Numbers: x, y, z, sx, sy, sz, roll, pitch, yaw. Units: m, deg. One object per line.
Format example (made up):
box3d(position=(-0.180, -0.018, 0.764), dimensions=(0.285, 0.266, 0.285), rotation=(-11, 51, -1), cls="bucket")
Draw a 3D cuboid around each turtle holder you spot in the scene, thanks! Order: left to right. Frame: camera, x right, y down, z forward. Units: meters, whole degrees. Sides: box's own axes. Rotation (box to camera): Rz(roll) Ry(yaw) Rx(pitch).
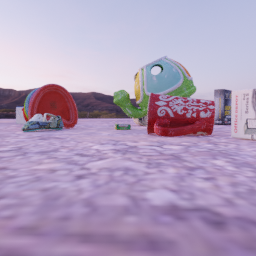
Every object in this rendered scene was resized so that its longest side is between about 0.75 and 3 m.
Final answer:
box3d(position=(0.988, -1.370, 9.961), dimensions=(2.628, 1.866, 1.997), rotation=(-20, 11, 31), cls="turtle holder")

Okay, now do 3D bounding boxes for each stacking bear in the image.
box3d(position=(-3.348, -0.710, 11.006), dimensions=(1.751, 1.640, 2.884), rotation=(-1, -2, -33), cls="stacking bear")

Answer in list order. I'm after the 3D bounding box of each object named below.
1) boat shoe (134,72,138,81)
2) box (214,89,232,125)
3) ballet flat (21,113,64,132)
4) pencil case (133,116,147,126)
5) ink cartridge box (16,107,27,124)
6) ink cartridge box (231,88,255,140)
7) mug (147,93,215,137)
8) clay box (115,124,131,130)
box3d(position=(1.078, -1.607, 13.731), dimensions=(0.956, 2.675, 0.879), rotation=(-48, 21, -17), cls="boat shoe")
box3d(position=(5.257, -1.077, 14.859), dimensions=(0.557, 1.824, 2.303), rotation=(3, 3, 39), cls="box")
box3d(position=(-2.681, -0.184, 8.781), dimensions=(0.610, 0.610, 1.642), rotation=(1, 3, 25), cls="ballet flat")
box3d(position=(0.723, -0.611, 13.517), dimensions=(0.871, 1.001, 2.238), rotation=(5, 1, -5), cls="pencil case")
box3d(position=(-4.288, -0.631, 14.852), dimensions=(1.574, 0.911, 2.710), rotation=(2, 2, 37), cls="ink cartridge box")
box3d(position=(2.642, -0.254, 5.249), dimensions=(0.571, 0.989, 1.360), rotation=(-1, 3, -27), cls="ink cartridge box")
box3d(position=(1.265, -0.161, 6.806), dimensions=(1.549, 1.375, 1.034), rotation=(5, -33, 8), cls="mug")
box3d(position=(-0.198, -0.052, 9.720), dimensions=(0.498, 0.206, 0.867), rotation=(1, 3, -7), cls="clay box")
